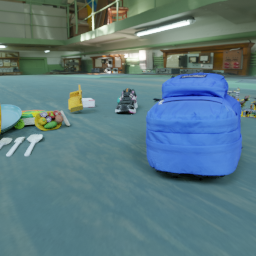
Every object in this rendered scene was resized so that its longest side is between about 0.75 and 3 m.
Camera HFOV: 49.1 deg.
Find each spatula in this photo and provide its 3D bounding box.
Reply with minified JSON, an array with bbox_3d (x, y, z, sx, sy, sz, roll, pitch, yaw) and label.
[{"bbox_3d":[-3.217,0.488,8.113,1.287,0.149,1.850,-1,14,-9],"label":"spatula"}]

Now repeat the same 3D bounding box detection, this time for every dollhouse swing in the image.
[{"bbox_3d":[-2.423,-1.381,12.695,0.854,0.826,0.940,-13,56,5],"label":"dollhouse swing"}]

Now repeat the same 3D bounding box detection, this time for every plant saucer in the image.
[{"bbox_3d":[-4.676,-0.259,9.851,1.875,0.257,1.875,-3,34,2],"label":"plant saucer"}]

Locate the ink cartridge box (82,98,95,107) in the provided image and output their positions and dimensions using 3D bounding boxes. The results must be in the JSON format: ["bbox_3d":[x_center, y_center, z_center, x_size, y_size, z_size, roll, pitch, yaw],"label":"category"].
[{"bbox_3d":[-2.220,-1.366,15.128,0.687,0.398,0.931,-5,13,-19],"label":"ink cartridge box"}]

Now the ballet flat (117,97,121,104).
[{"bbox_3d":[-0.171,-1.533,15.620,0.469,0.490,1.392,-8,16,-34],"label":"ballet flat"}]

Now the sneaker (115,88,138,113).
[{"bbox_3d":[-0.079,-1.377,13.727,1.017,1.093,2.531,0,14,4],"label":"sneaker"}]

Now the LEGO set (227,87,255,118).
[{"bbox_3d":[5.299,-1.224,12.700,1.688,1.272,2.196,-13,19,-43],"label":"LEGO set"}]

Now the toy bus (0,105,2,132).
[{"bbox_3d":[-4.495,0.034,7.686,2.138,1.451,2.053,-6,28,-33],"label":"toy bus"}]

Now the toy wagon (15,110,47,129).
[{"bbox_3d":[-3.740,-0.412,11.152,2.205,0.436,1.711,-7,16,-25],"label":"toy wagon"}]

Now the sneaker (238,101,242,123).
[{"bbox_3d":[3.162,-0.807,10.677,2.303,0.943,0.843,17,-19,2],"label":"sneaker"}]

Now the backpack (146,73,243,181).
[{"bbox_3d":[1.436,-0.100,6.375,2.120,2.189,2.609,-3,15,24],"label":"backpack"}]

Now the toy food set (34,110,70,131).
[{"bbox_3d":[-2.696,-0.354,10.056,1.257,0.740,0.411,-14,-16,-38],"label":"toy food set"}]
